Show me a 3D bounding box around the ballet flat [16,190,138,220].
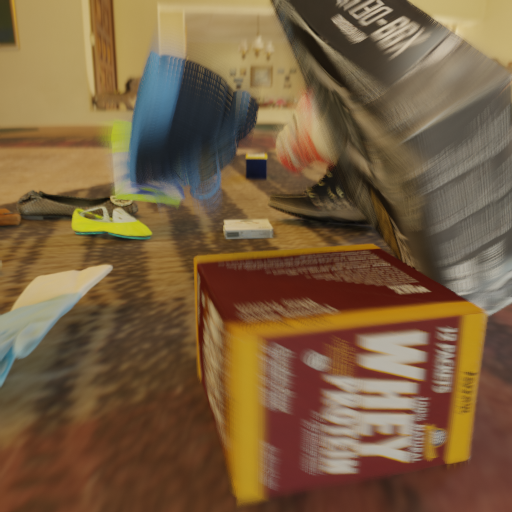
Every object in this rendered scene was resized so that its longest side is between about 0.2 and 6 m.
[{"bbox_3d":[-3.707,-1.082,11.615,2.494,0.578,0.840,0,16,1],"label":"ballet flat"}]

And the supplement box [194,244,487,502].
[{"bbox_3d":[0.488,0.732,4.418,1.732,1.166,1.756,-4,17,-14],"label":"supplement box"}]

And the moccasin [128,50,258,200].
[{"bbox_3d":[-0.744,-1.191,6.091,1.137,1.342,3.334,13,6,-12],"label":"moccasin"}]

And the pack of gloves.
[{"bbox_3d":[-2.892,0.853,5.625,2.344,0.550,2.790,-11,13,3],"label":"pack of gloves"}]

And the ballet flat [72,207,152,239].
[{"bbox_3d":[-2.631,-0.612,10.097,1.573,0.527,0.525,5,12,17],"label":"ballet flat"}]

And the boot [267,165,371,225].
[{"bbox_3d":[1.420,-1.543,10.948,2.279,1.716,0.834,8,0,25],"label":"boot"}]

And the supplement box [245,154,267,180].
[{"bbox_3d":[0.006,-2.713,17.041,0.643,0.647,1.181,1,17,1],"label":"supplement box"}]

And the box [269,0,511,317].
[{"bbox_3d":[1.450,-0.998,5.604,0.801,3.217,2.537,-31,51,3],"label":"box"}]

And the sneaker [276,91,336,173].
[{"bbox_3d":[1.126,-1.921,10.105,0.901,1.446,2.698,21,35,-26],"label":"sneaker"}]

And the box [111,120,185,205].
[{"bbox_3d":[-2.104,-1.743,10.797,1.235,0.483,2.025,3,50,-22],"label":"box"}]

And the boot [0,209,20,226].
[{"bbox_3d":[-5.668,-0.832,10.816,1.572,0.572,1.670,14,21,41],"label":"boot"}]

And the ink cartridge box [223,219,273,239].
[{"bbox_3d":[-0.164,-0.497,10.334,0.876,0.191,0.760,-2,16,-5],"label":"ink cartridge box"}]
